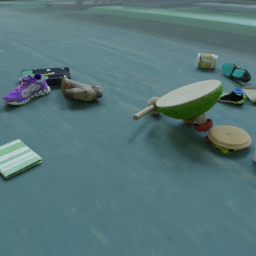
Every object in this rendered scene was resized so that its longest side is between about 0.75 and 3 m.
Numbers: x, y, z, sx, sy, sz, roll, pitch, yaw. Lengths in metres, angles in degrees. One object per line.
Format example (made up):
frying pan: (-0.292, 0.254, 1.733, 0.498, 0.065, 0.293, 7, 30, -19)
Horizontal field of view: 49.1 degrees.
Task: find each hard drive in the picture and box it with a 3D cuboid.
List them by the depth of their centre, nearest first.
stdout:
hard drive: (-3.447, -2.115, 11.757, 2.021, 0.382, 1.412, -7, 31, -12)

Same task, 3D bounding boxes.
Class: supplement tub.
supplement tub: (3.763, -3.194, 13.342, 0.906, 0.655, 0.655, 7, 31, 11)

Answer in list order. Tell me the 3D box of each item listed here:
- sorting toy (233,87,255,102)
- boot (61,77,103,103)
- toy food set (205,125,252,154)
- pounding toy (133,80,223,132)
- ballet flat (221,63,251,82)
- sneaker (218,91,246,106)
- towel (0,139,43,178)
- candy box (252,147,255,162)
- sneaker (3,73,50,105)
sorting toy: (4.819, -1.179, 10.301, 1.859, 0.253, 1.047, 1, 34, 2)
boot: (-1.724, -1.450, 10.489, 1.352, 0.650, 1.849, -4, 31, -19)
toy food set: (2.763, 0.276, 7.735, 1.180, 0.290, 1.192, -8, 31, -14)
pounding toy: (1.665, -0.454, 8.353, 2.507, 1.163, 1.935, -15, 18, 26)
ballet flat: (4.676, -2.348, 12.042, 0.660, 0.660, 1.806, -6, 25, -10)
sneaker: (3.635, -1.143, 10.014, 1.087, 0.450, 0.390, 17, 34, 27)
towel: (-2.899, 0.743, 7.090, 0.975, 0.150, 1.278, -26, 40, -37)
candy box: (3.959, 0.774, 6.659, 1.401, 0.501, 1.175, -8, 31, -14)
sneaker: (-3.719, -1.468, 10.190, 0.774, 0.851, 1.926, 19, 37, 27)
